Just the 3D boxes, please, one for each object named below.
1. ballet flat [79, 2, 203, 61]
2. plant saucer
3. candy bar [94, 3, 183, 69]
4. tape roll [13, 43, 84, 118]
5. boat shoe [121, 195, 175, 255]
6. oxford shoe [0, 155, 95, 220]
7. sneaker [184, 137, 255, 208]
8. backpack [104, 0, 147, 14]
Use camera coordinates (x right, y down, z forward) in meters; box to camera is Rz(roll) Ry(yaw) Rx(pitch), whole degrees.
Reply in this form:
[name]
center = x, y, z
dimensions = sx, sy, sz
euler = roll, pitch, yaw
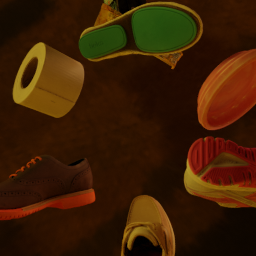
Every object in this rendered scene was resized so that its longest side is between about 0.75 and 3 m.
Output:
[ballet flat]
center = 0.201, -1.663, 4.895
dimensions = 2.387, 0.829, 0.829
euler = 0, 68, 34
[plant saucer]
center = 1.757, -0.659, 4.672
dimensions = 1.584, 1.584, 0.401
euler = -31, 57, -10
[candy bar]
center = 0.288, -1.895, 5.937
dimensions = 2.041, 0.226, 0.509
euler = 25, 90, -17
[tape roll]
center = -1.740, -1.014, 6.117
dimensions = 1.389, 0.954, 1.389
euler = -22, 58, 40
[boat shoe]
center = 0.301, 1.886, 4.437
dimensions = 0.842, 0.790, 2.283
euler = -16, 34, 9
[oxford shoe]
center = -1.834, 1.017, 5.030
dimensions = 1.004, 2.820, 1.023
euler = -10, 81, 40
[sneaker]
center = 2.197, 0.906, 5.112
dimensions = 2.634, 1.162, 1.071
euler = 13, 59, -4
[backpack]
center = -0.051, -2.927, 7.034
dimensions = 1.220, 1.035, 1.375
euler = -6, 85, -43
